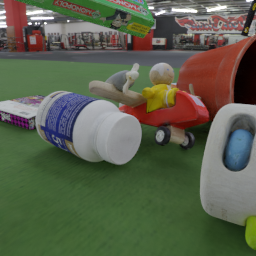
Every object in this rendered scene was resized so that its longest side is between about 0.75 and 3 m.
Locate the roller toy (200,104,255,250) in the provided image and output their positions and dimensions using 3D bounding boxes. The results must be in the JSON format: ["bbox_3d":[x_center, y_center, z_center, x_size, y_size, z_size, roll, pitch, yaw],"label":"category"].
[{"bbox_3d":[1.838,0.548,4.183,1.359,1.773,1.944,10,21,28],"label":"roller toy"}]

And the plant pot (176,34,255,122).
[{"bbox_3d":[3.086,-1.244,8.306,2.925,2.925,2.844,-9,13,-24],"label":"plant pot"}]

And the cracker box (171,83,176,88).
[{"bbox_3d":[3.455,-1.400,11.366,2.932,0.846,1.964,-10,21,-29],"label":"cracker box"}]

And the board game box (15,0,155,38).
[{"bbox_3d":[-0.979,-2.428,4.209,2.699,0.393,1.816,5,58,-34],"label":"board game box"}]

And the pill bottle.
[{"bbox_3d":[-0.915,-0.010,6.434,2.346,1.404,1.404,17,25,40],"label":"pill bottle"}]

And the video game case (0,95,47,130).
[{"bbox_3d":[-3.205,-0.631,9.718,2.486,0.445,2.254,13,23,34],"label":"video game case"}]

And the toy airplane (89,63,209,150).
[{"bbox_3d":[0.638,-0.728,7.510,2.859,2.026,2.871,14,3,8],"label":"toy airplane"}]

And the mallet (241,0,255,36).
[{"bbox_3d":[3.660,-3.611,7.692,0.696,2.113,0.435,7,20,5],"label":"mallet"}]
